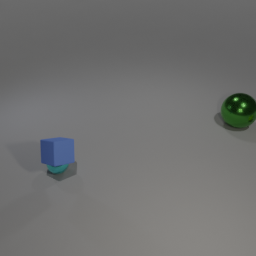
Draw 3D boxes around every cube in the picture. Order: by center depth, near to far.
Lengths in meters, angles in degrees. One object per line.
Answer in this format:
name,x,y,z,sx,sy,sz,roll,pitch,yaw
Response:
cube,-2.043,0.671,8.122,0.700,0.700,0.700,5,8,41

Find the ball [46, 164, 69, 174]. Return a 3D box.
ball,-2.235,1.112,8.909,0.700,0.700,0.700,0,33,0

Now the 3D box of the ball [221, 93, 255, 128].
ball,4.391,-0.684,11.051,1.400,1.400,1.400,0,33,0
